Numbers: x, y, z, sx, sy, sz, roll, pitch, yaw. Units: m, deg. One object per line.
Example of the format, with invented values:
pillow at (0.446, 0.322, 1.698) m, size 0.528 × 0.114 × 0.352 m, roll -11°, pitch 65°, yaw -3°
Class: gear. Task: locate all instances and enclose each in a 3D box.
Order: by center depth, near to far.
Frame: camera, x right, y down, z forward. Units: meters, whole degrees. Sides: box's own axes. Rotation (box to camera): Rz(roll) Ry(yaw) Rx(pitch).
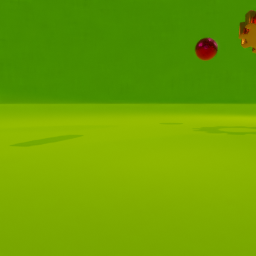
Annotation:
gear at (3.907, -2.503, 7.076) m, size 2.027 × 0.375 × 2.027 m, roll 7°, pitch -12°, yaw 2°

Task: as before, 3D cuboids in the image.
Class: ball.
ball at (2.514, -2.536, 9.005) m, size 0.724 × 0.724 × 0.724 m, roll 0°, pitch 5°, yaw 0°
